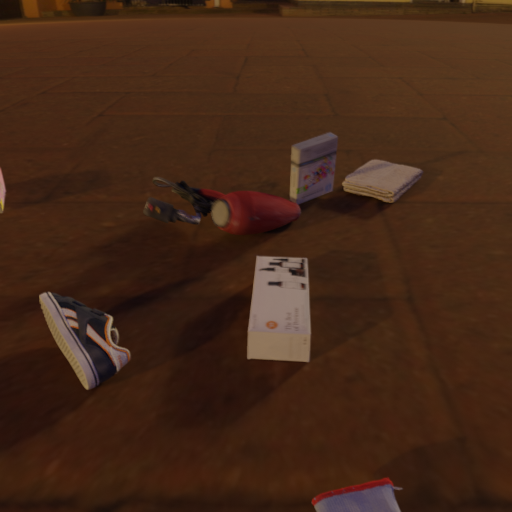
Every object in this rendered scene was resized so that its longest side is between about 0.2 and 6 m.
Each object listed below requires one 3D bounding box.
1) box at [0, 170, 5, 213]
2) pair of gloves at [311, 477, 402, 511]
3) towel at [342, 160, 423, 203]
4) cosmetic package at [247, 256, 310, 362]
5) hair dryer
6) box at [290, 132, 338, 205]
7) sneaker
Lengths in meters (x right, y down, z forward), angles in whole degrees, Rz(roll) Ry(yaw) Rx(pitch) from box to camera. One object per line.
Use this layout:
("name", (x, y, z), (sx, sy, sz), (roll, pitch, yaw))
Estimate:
("box", (-5.989, -1.322, 11.547), (1.379, 0.666, 1.213), (-9, 30, -16))
("pair of gloves", (0.521, 2.965, 4.043), (3.312, 0.377, 2.662), (-9, 32, -14))
("towel", (2.851, -1.704, 12.629), (1.278, 0.333, 1.929), (20, 34, 29))
("cosmetic package", (0.343, 0.683, 8.047), (0.831, 0.510, 2.013), (1, 29, 3))
("hair dryer", (-0.577, -1.090, 10.636), (2.965, 0.806, 2.259), (12, 24, -6))
("box", (1.185, -1.805, 11.659), (1.021, 1.310, 0.270), (-23, 45, -26))
("sneaker", (-2.242, 1.002, 7.315), (0.679, 0.670, 1.710), (-24, 48, -29))
